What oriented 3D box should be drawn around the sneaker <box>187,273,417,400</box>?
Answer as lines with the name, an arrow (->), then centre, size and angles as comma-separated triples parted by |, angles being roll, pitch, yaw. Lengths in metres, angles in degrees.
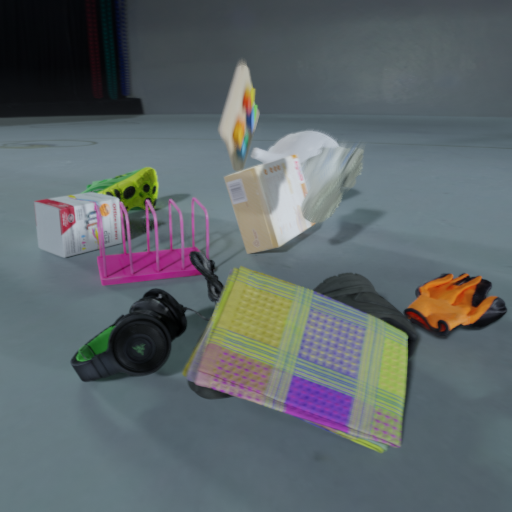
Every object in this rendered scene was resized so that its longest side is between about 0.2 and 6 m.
sneaker -> 0.557, 0.872, 5.605 | 2.590, 0.984, 1.176 | -16, 34, -31

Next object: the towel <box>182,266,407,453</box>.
towel -> 0.422, 0.862, 5.030 | 1.880, 0.214, 1.350 | 19, 48, 1

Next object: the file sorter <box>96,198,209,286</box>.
file sorter -> -1.664, -0.299, 8.930 | 1.700, 1.066, 1.181 | -6, 19, -17

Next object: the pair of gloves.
pair of gloves -> 2.975, 0.780, 6.446 | 2.315, 0.286, 2.062 | 23, 25, 30

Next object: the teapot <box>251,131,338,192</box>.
teapot -> 0.872, -2.001, 12.257 | 1.364, 1.867, 1.843 | 33, 67, 21

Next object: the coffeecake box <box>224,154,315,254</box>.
coffeecake box -> 0.318, -1.004, 10.338 | 0.681, 1.430, 1.863 | -12, 10, 30

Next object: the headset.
headset -> -1.129, 0.634, 5.690 | 1.812, 0.851, 1.119 | -24, 13, 16

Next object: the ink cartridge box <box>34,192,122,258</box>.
ink cartridge box -> -3.189, -0.595, 10.119 | 0.891, 0.895, 1.232 | 14, 23, 38

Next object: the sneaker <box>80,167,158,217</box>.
sneaker -> -3.099, -1.401, 12.409 | 1.184, 1.050, 2.834 | 11, 21, 19

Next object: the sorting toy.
sorting toy -> -0.277, -2.837, 11.811 | 0.322, 1.635, 1.766 | 12, -14, 13

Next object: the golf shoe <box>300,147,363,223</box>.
golf shoe -> 1.046, -1.207, 9.200 | 0.872, 0.702, 1.793 | 21, 47, 23
